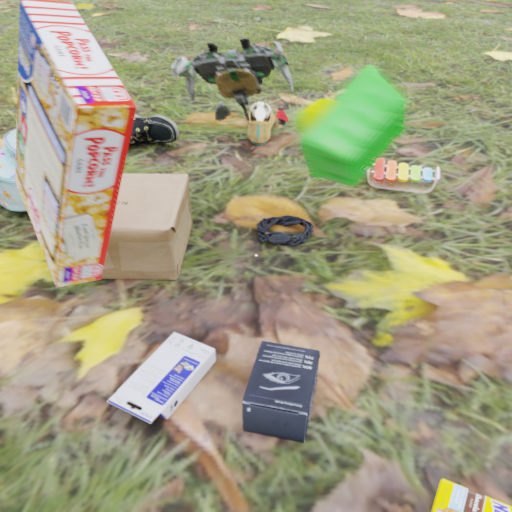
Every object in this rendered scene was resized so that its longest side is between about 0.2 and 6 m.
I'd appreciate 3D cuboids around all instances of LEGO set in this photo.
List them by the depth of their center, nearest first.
[{"bbox_3d":[0.033,-3.408,10.758,2.286,0.998,3.520,-17,-21,39],"label":"LEGO set"}]

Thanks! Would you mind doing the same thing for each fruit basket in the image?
[{"bbox_3d":[0.804,-1.334,5.629,1.142,0.824,1.142,-5,66,12],"label":"fruit basket"}]

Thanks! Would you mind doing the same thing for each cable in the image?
[{"bbox_3d":[0.595,-0.532,11.478,1.158,0.294,0.945,-6,32,-4],"label":"cable"}]

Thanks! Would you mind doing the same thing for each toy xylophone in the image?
[{"bbox_3d":[3.407,-1.952,13.214,1.761,0.442,1.289,4,36,5],"label":"toy xylophone"}]

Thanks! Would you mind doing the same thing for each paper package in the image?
[{"bbox_3d":[-2.520,-0.631,10.783,2.316,1.198,2.207,1,36,2],"label":"paper package"}]

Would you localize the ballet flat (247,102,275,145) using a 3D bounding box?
[{"bbox_3d":[0.158,-3.875,15.585,0.797,0.732,2.321,1,36,-1],"label":"ballet flat"}]

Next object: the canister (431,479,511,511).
[{"bbox_3d":[2.552,3.117,6.291,1.163,0.503,0.864,16,39,23],"label":"canister"}]

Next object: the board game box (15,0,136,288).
[{"bbox_3d":[-2.688,-1.468,7.806,0.726,3.135,2.375,-11,55,-33],"label":"board game box"}]

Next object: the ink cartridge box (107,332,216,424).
[{"bbox_3d":[-1.346,1.821,8.205,0.800,0.316,1.609,19,39,24],"label":"ink cartridge box"}]

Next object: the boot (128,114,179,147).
[{"bbox_3d":[-3.190,-3.056,14.484,2.098,0.757,1.585,17,41,30],"label":"boot"}]

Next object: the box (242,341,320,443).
[{"bbox_3d":[0.362,1.875,7.849,0.897,0.632,1.212,9,37,12],"label":"box"}]

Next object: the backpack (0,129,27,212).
[{"bbox_3d":[-4.786,-1.921,12.271,2.066,1.584,1.816,-27,49,-25],"label":"backpack"}]
